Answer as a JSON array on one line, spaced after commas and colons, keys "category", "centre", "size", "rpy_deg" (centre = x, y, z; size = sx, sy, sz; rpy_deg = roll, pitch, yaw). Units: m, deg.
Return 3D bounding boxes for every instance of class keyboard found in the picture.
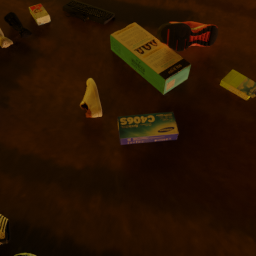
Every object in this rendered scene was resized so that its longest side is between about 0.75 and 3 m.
[{"category": "keyboard", "centre": [-1.639, -4.673, 11.108], "size": [2.082, 0.412, 1.083], "rpy_deg": [23, 59, 16]}]

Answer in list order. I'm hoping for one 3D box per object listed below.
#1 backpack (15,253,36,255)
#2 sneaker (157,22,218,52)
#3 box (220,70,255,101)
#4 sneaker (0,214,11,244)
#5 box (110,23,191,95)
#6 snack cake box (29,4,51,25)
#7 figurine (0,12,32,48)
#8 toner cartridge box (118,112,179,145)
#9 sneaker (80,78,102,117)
[{"category": "backpack", "centre": [-2.240, 3.144, 5.749], "size": [0.891, 0.839, 1.092], "rpy_deg": [12, 77, 10]}, {"category": "sneaker", "centre": [1.862, -3.158, 9.497], "size": [2.405, 0.886, 1.043], "rpy_deg": [-8, 32, -29]}, {"category": "box", "centre": [3.633, -1.361, 8.978], "size": [1.121, 0.267, 0.683], "rpy_deg": [38, 64, 22]}, {"category": "sneaker", "centre": [-3.148, 2.563, 6.229], "size": [0.772, 0.507, 1.342], "rpy_deg": [16, 56, 12]}, {"category": "box", "centre": [0.685, -2.409, 9.422], "size": [1.144, 0.683, 2.780], "rpy_deg": [-34, 63, -20]}, {"category": "snack cake box", "centre": [-3.479, -4.481, 11.030], "size": [0.519, 0.303, 0.902], "rpy_deg": [-27, 60, -15]}, {"category": "figurine", "centre": [-4.373, -3.532, 10.302], "size": [1.296, 0.558, 1.265], "rpy_deg": [-37, 68, -21]}, {"category": "toner cartridge box", "centre": [0.549, 0.000, 8.022], "size": [1.639, 0.354, 0.779], "rpy_deg": [-6, 57, -4]}, {"category": "sneaker", "centre": [-1.205, -0.944, 8.551], "size": [0.600, 0.516, 1.416], "rpy_deg": [-10, 58, -10]}]
